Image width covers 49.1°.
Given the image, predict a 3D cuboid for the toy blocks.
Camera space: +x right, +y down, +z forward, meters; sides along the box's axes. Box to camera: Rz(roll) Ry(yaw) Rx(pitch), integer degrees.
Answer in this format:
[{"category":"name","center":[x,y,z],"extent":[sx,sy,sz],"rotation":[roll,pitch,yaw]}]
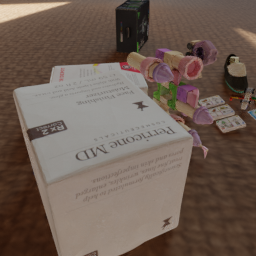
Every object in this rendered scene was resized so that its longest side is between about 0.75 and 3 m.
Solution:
[{"category":"toy blocks","center":[1.582,-0.816,7.519],"extent":[2.688,2.512,2.263],"rotation":[-17,35,-27]}]

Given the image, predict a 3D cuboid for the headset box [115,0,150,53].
[{"category":"headset box","center":[0.222,-4.991,13.682],"extent":[1.093,2.052,2.357],"rotation":[11,37,15]}]

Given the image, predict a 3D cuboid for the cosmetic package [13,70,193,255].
[{"category":"cosmetic package","center":[-0.624,0.624,5.519],"extent":[2.365,2.367,2.869],"rotation":[-16,39,-22]}]

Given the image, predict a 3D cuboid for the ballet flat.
[{"category":"ballet flat","center":[4.153,-2.260,10.936],"extent":[0.795,0.800,2.339],"rotation":[0,35,6]}]

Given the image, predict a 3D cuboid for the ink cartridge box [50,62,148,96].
[{"category":"ink cartridge box","center":[-0.941,-1.155,9.008],"extent":[2.874,1.230,2.121],"rotation":[-5,36,-4]}]

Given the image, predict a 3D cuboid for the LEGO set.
[{"category":"LEGO set","center":[3.742,-0.603,9.086],"extent":[2.373,0.582,1.772],"rotation":[-17,39,-5]}]
